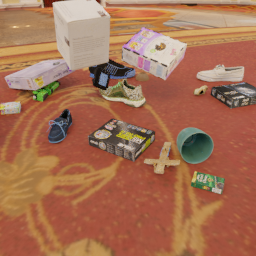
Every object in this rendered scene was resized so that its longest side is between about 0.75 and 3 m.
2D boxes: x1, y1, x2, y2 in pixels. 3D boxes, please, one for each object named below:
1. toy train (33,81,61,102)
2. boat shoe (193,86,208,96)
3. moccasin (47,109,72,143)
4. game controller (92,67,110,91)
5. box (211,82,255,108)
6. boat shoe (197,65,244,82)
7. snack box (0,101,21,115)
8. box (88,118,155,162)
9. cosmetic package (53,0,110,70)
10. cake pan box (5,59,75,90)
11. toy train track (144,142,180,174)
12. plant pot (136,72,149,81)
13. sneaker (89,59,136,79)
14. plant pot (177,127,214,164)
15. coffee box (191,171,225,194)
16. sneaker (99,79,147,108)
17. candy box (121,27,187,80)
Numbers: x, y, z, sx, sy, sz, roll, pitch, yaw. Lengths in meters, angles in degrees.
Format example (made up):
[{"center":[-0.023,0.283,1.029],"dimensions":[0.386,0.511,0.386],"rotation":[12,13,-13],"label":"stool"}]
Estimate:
[{"center":[-4.250,-2.060,14.785],"dimensions":[0.687,0.509,2.437],"rotation":[14,32,4],"label":"toy train"},{"center":[3.870,-1.916,14.673],"dimensions":[1.044,0.386,0.346],"rotation":[-25,49,-31],"label":"boat shoe"},{"center":[-2.794,-0.142,11.276],"dimensions":[0.800,0.678,1.988],"rotation":[1,30,1],"label":"moccasin"},{"center":[-0.962,-1.809,10.389],"dimensions":[0.291,0.721,1.383],"rotation":[23,6,13],"label":"game controller"},{"center":[5.581,-1.691,14.132],"dimensions":[2.164,0.471,1.734],"rotation":[-10,32,-16],"label":"box"},{"center":[5.415,-3.247,16.377],"dimensions":[2.685,0.882,0.966],"rotation":[4,31,6],"label":"boat shoe"},{"center":[-5.476,-0.933,13.009],"dimensions":[0.888,0.300,0.749],"rotation":[-6,30,-13],"label":"snack box"},{"center":[-0.217,0.384,10.602],"dimensions":[2.025,0.448,1.622],"rotation":[18,35,27],"label":"box"},{"center":[-1.892,-3.881,11.547],"dimensions":[1.775,2.151,1.773],"rotation":[-19,52,-22],"label":"cosmetic package"},{"center":[-4.801,-2.947,15.223],"dimensions":[2.955,0.773,2.721],"rotation":[9,34,40],"label":"cake pan box"},{"center":[1.243,1.065,9.638],"dimensions":[1.164,0.330,2.030],"rotation":[1,24,16],"label":"toy train track"},{"center":[0.866,-3.084,16.615],"dimensions":[0.812,0.375,0.812],"rotation":[1,29,0],"label":"plant pot"},{"center":[-0.951,-3.617,16.787],"dimensions":[2.839,1.106,0.995],"rotation":[-1,30,-1],"label":"sneaker"},{"center":[2.234,0.505,9.786],"dimensions":[1.168,1.168,0.937],"rotation":[-5,24,-9],"label":"plant pot"},{"center":[2.463,1.675,8.639],"dimensions":[0.947,0.208,0.582],"rotation":[13,33,20],"label":"coffee box"},{"center":[-0.272,-1.934,13.838],"dimensions":[2.661,1.179,1.023],"rotation":[18,35,27],"label":"sneaker"},{"center":[1.184,-3.424,12.710],"dimensions":[2.321,0.830,1.947],"rotation":[28,56,17],"label":"candy box"}]
